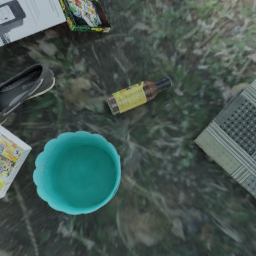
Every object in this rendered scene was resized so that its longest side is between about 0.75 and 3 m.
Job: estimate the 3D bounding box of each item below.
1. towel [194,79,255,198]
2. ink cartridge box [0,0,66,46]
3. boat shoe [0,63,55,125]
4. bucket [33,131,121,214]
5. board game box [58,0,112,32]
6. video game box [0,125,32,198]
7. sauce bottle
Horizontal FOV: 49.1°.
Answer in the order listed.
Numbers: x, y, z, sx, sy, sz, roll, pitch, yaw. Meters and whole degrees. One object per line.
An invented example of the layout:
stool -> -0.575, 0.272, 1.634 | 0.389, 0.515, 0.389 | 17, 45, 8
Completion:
towel -> 3.438, 0.344, 7.170 | 2.558, 0.459, 2.657 | -43, 82, -7
ink cartridge box -> -3.083, -2.875, 7.092 | 2.643, 1.920, 1.102 | -23, 122, -5
boat shoe -> -3.133, -0.833, 7.227 | 2.636, 0.751, 0.881 | -36, 78, -8
bucket -> -1.072, 1.065, 6.501 | 1.910, 1.243, 1.910 | 0, 76, 1
board game box -> -1.457, -3.748, 7.894 | 1.258, 0.282, 2.401 | -13, 73, -37
video game box -> -3.397, 0.660, 6.799 | 1.649, 0.386, 1.502 | 33, 102, 8
sauce bottle -> 0.309, -0.890, 7.368 | 1.726, 0.558, 0.558 | -23, 77, -8
